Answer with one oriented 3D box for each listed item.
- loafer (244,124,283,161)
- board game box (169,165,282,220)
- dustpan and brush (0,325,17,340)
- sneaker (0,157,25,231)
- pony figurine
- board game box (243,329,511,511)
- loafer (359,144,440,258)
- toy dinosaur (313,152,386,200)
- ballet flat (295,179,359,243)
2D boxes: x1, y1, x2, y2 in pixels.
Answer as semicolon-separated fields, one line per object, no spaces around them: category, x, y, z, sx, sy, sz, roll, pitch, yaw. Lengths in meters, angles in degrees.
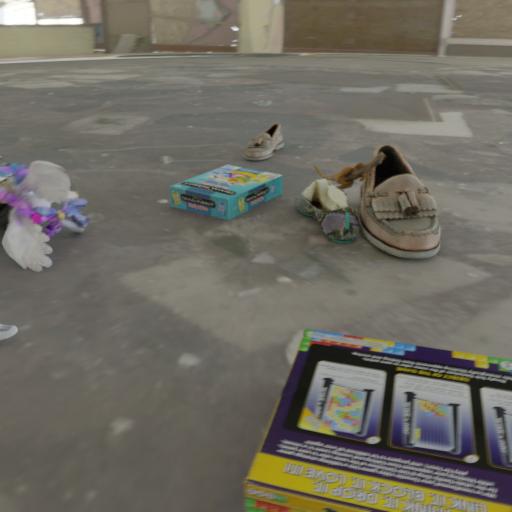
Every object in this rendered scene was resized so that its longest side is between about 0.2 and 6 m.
loafer;0.184;-2.820;13.790;0.670;0.586;1.863;9;25;19
board game box;-0.525;-1.224;10.422;1.325;0.412;1.755;15;28;30
dustpan and brush;-3.901;0.729;5.895;2.580;0.738;1.801;-8;24;-2
sneaker;-4.235;-0.732;8.721;1.114;0.819;2.463;27;38;-14
pony figurine;-3.264;-0.728;8.196;1.743;1.504;1.806;25;6;17
board game box;1.286;1.444;4.136;2.321;0.658;1.919;7;27;15
loafer;2.240;-1.005;9.175;1.159;1.014;3.225;1;24;2
toy dinosaur;1.571;-1.397;9.892;1.595;0.482;0.847;-9;32;41
ballet flat;1.178;-0.892;9.328;0.734;0.734;2.041;-6;25;-13
